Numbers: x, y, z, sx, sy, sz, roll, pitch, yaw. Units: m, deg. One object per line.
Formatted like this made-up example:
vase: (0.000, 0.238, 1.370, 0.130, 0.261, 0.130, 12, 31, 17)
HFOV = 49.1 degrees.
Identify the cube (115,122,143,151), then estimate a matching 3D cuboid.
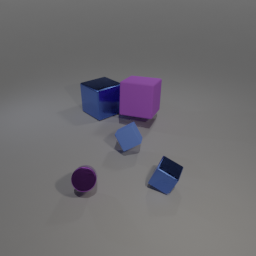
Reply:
cube: (0.035, 0.295, 9.910, 0.700, 0.700, 0.700, -26, 9, 12)

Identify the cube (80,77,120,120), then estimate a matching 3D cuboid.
cube: (-1.180, -1.378, 12.771, 1.400, 1.400, 1.400, -22, 35, -34)

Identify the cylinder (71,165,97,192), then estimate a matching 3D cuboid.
cylinder: (-1.251, 1.445, 8.090, 0.700, 0.700, 0.700, -3, -3, -5)

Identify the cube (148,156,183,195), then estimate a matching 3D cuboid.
cube: (1.128, 1.406, 8.349, 0.700, 0.700, 0.700, 30, 35, 7)

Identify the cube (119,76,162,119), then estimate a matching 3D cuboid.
cube: (0.536, -1.321, 11.711, 1.400, 1.400, 1.400, 9, 23, 17)
